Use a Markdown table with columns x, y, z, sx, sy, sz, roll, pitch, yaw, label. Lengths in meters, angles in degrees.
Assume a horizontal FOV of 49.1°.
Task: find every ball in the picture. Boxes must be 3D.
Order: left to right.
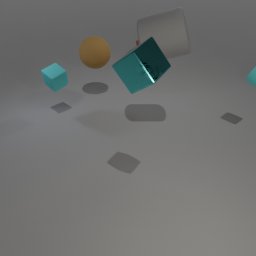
| x | y | z | sx | sy | sz | roll | pitch | yaw | label |
| --- | --- | --- | --- | --- | --- | --- | --- | --- | --- |
| -1.477 | -3.352 | 12.474 | 1.400 | 1.400 | 1.400 | 0 | 32 | 0 | ball |

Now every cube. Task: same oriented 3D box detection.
| x | y | z | sx | sy | sz | roll | pitch | yaw | label |
| --- | --- | --- | --- | --- | --- | --- | --- | --- | --- |
| -2.852 | -1.981 | 10.976 | 0.700 | 0.700 | 0.700 | 39 | 60 | 24 | cube |
| 0.266 | -1.212 | 5.489 | 0.700 | 0.700 | 0.700 | -18 | 24 | 50 | cube |

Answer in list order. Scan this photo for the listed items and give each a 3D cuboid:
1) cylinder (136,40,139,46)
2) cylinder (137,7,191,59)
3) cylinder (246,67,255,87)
| x | y | z | sx | sy | sz | roll | pitch | yaw | label |
| --- | --- | --- | --- | --- | --- | --- | --- | --- | --- |
| 0.813 | -4.297 | 14.788 | 0.700 | 0.700 | 0.700 | -9 | 8 | 1 | cylinder |
| 1.136 | -2.858 | 8.731 | 1.400 | 1.400 | 1.400 | -10 | 29 | 17 | cylinder |
| 4.622 | -1.735 | 9.722 | 0.700 | 0.700 | 0.700 | -29 | 63 | -37 | cylinder |
